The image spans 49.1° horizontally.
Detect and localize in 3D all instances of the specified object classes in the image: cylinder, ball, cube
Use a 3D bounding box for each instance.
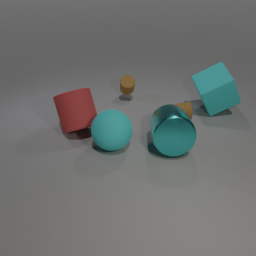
[{"bbox_3d":[1.483,0.046,9.512,1.400,1.400,1.400,0,21,0],"label":"cylinder"},{"bbox_3d":[-0.555,0.067,9.535,1.400,1.400,1.400,0,29,0],"label":"ball"},{"bbox_3d":[2.279,-0.701,11.700,0.700,0.700,0.700,-6,29,5],"label":"cylinder"},{"bbox_3d":[3.742,-1.650,11.934,1.400,1.400,1.400,-25,42,15],"label":"cube"},{"bbox_3d":[-1.932,-0.670,10.517,1.400,1.400,1.400,-15,6,2],"label":"cylinder"},{"bbox_3d":[-0.029,-2.038,13.264,0.700,0.700,0.700,1,70,-3],"label":"cylinder"}]
